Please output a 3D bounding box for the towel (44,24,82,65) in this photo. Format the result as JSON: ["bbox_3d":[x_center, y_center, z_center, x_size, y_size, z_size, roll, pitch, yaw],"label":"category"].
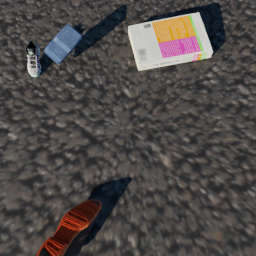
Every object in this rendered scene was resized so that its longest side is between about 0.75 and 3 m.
[{"bbox_3d":[-1.957,-2.529,8.464,0.633,0.275,1.133,42,90,-14],"label":"towel"}]

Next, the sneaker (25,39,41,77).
[{"bbox_3d":[-2.881,-2.127,8.394,0.416,0.749,1.071,-7,80,-8],"label":"sneaker"}]

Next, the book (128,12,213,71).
[{"bbox_3d":[1.319,-2.753,8.960,2.359,0.567,1.576,-10,66,-5],"label":"book"}]

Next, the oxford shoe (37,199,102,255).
[{"bbox_3d":[-1.223,2.399,6.302,0.660,0.672,1.854,15,44,35],"label":"oxford shoe"}]
